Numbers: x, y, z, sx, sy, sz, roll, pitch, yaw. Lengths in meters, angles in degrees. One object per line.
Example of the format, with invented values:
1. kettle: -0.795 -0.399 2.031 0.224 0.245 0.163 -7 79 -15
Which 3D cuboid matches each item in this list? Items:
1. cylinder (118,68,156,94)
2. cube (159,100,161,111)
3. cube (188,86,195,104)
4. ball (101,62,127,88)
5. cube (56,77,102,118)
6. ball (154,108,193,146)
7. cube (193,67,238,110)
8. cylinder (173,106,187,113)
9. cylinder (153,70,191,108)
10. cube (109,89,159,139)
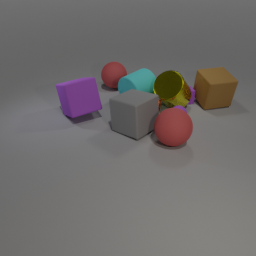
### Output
1. cylinder: 0.474 -2.009 13.573 1.400 1.400 1.400 -31 41 -34
2. cube: 0.958 -0.879 12.121 0.700 0.700 0.700 23 44 -7
3. cube: 2.829 -1.618 13.795 0.700 0.700 0.700 -6 30 -9
4. ball: -0.748 -2.870 15.134 1.400 1.400 1.400 0 29 0
5. cube: -2.143 -1.360 12.177 1.400 1.400 1.400 -19 17 -24
6. ball: 1.652 -0.037 10.214 1.400 1.400 1.400 0 29 0
7. cube: 4.065 -1.894 13.243 1.400 1.400 1.400 -8 41 -13
8. cylinder: 2.067 -0.499 11.790 0.700 0.700 0.700 12 32 21
9. cylinder: 2.033 -1.700 12.721 1.400 1.400 1.400 18 -5 30
10. cube: 0.264 -0.597 11.147 1.400 1.400 1.400 19 34 38
